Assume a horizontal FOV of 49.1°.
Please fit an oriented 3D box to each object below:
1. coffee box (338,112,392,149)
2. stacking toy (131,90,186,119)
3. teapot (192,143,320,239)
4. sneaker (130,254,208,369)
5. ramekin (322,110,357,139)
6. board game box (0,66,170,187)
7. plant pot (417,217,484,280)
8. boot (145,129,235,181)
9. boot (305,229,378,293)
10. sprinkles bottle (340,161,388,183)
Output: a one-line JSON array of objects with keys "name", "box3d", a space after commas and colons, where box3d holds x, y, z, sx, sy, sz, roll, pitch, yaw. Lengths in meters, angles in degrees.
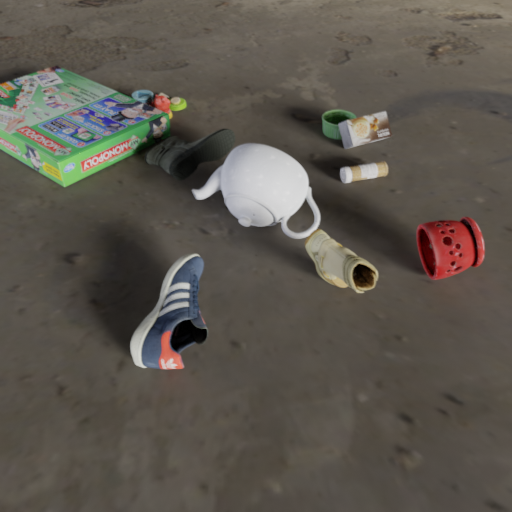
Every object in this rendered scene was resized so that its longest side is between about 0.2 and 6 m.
[{"name": "coffee box", "box3d": [2.698, -3.107, 13.858, 1.155, 0.660, 0.460, -16, 5, -19]}, {"name": "stacking toy", "box3d": [-2.675, -4.361, 15.482, 1.381, 0.583, 1.251, 27, 47, 27]}, {"name": "teapot", "box3d": [0.077, -1.191, 11.059, 1.899, 1.874, 1.387, 2, 62, 48]}, {"name": "sneaker", "box3d": [-1.122, 0.909, 9.072, 0.948, 0.841, 2.244, 9, 51, 17]}, {"name": "ramekin", "box3d": [2.127, -3.369, 14.416, 0.892, 0.436, 0.892, 0, 40, 0]}, {"name": "board game box", "box3d": [-5.056, -3.542, 14.408, 4.846, 0.705, 3.261, 29, 49, 30]}, {"name": "plant pot", "box3d": [3.486, -0.152, 10.025, 0.945, 1.038, 1.038, -11, 40, 2]}, {"name": "boot", "box3d": [-1.577, -2.603, 13.176, 1.978, 0.670, 1.292, -36, 49, -24]}, {"name": "boot", "box3d": [1.531, 0.278, 9.301, 0.554, 1.521, 1.182, -45, 47, -8]}, {"name": "sprinkles bottle", "box3d": [2.454, -1.909, 12.743, 1.049, 0.358, 0.358, -11, 41, -13]}]
